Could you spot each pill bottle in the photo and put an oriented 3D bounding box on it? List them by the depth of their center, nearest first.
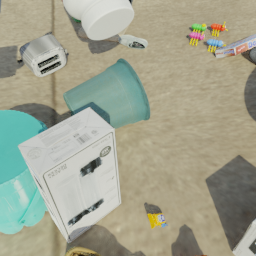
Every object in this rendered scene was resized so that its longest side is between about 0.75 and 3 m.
[{"bbox_3d":[-0.985,-3.607,6.520,1.591,1.591,2.837,-23,85,-20],"label":"pill bottle"}]

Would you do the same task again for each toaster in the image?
[{"bbox_3d":[-2.684,-2.246,8.827,1.500,0.852,0.969,-32,56,-20],"label":"toaster"}]

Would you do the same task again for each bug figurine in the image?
[{"bbox_3d":[2.933,-3.435,10.226,1.350,0.448,1.741,12,48,12],"label":"bug figurine"}]

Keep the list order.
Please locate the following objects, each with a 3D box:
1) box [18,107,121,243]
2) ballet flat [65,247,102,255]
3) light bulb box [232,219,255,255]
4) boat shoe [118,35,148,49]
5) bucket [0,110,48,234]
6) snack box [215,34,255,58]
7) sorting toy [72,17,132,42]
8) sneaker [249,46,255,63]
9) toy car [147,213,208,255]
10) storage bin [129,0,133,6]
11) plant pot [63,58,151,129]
[{"bbox_3d":[-0.860,0.913,4.876,1.326,2.274,0.684,-33,53,-25],"label":"box"},{"bbox_3d":[-0.002,2.685,4.202,2.601,0.820,0.893,23,51,20],"label":"ballet flat"},{"bbox_3d":[2.595,1.802,4.750,1.239,1.228,0.773,-28,52,-25],"label":"light bulb box"},{"bbox_3d":[0.153,-3.005,9.874,1.075,0.375,0.383,12,43,7],"label":"boat shoe"},{"bbox_3d":[-2.440,0.782,5.577,2.218,1.443,2.218,0,47,-1],"label":"bucket"},{"bbox_3d":[4.132,-2.924,9.582,2.367,0.288,0.851,-26,18,-23],"label":"snack box"},{"bbox_3d":[-1.226,-4.121,10.927,2.511,0.370,1.856,10,48,9],"label":"sorting toy"},{"bbox_3d":[4.614,-2.040,8.607,1.910,0.711,0.836,31,33,26],"label":"sneaker"},{"bbox_3d":[1.011,2.020,4.963,0.500,0.737,1.502,5,44,-41],"label":"toy car"},{"bbox_3d":[-0.166,-5.796,12.398,0.878,0.639,0.590,10,37,10],"label":"storage bin"},{"bbox_3d":[-0.585,-0.606,6.874,1.651,1.685,1.685,-26,51,-12],"label":"plant pot"}]
